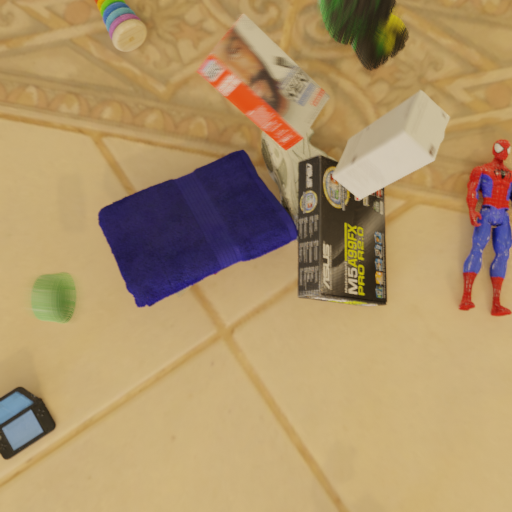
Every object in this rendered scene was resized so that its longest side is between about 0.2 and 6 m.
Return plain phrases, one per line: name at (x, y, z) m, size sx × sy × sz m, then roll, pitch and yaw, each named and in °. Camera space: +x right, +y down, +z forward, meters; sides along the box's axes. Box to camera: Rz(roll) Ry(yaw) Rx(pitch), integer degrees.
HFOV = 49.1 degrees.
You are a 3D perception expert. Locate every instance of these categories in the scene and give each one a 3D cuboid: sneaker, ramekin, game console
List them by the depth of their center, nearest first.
sneaker at (1.387, -3.734, 8.296) m, size 1.074 × 2.753 × 1.173 m, roll -37°, pitch 74°, yaw 15°
ramekin at (-3.194, 0.661, 8.824) m, size 0.396 × 0.811 × 0.811 m, roll 0°, pitch 80°, yaw 6°
game console at (-4.264, 2.949, 9.822) m, size 1.079 × 0.638 × 0.921 m, roll -33°, pitch 80°, yaw -5°
sneaker at (1.022, -1.315, 10.435) m, size 1.312 × 1.029 × 2.640 m, roll -16°, pitch 81°, yaw -6°

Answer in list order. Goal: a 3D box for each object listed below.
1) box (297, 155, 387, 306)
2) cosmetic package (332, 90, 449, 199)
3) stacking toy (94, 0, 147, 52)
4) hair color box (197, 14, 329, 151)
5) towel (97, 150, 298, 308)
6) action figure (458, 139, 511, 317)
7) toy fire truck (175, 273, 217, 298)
box at (1.548, -0.364, 9.886) m, size 1.921 × 0.531 × 2.398 m, roll 12°, pitch 75°, yaw -43°
cosmetic package at (1.968, -1.598, 8.319) m, size 0.662 × 1.631 × 0.920 m, roll 35°, pitch 59°, yaw -15°
stacking toy at (-2.915, -4.985, 11.295) m, size 0.735 × 0.735 × 1.722 m, roll -32°, pitch 75°, yaw -6°
hair color box at (0.125, -2.357, 7.681) m, size 1.642 × 0.525 × 0.910 m, roll 38°, pitch 63°, yaw -15°
towel at (-1.056, -0.491, 9.860) m, size 3.034 × 0.752 × 2.240 m, roll -24°, pitch 58°, yaw -12°
action figure at (4.433, -0.606, 10.424) m, size 1.089 × 0.860 × 3.327 m, roll 9°, pitch 77°, yaw 4°
toy fire truck at (-1.222, 0.104, 10.351) m, size 1.197 × 0.770 × 1.053 m, roll -41°, pitch 67°, yaw -8°
